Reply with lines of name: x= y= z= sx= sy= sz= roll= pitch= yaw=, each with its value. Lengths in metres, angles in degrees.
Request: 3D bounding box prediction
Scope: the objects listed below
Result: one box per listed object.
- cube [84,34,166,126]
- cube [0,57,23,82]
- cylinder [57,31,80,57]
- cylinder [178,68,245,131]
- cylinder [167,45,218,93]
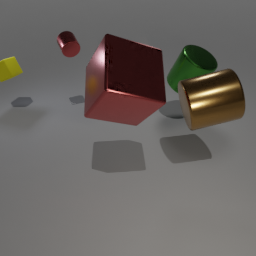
cube: x=-0.115 y=-1.013 z=6.413 sx=1.400 sy=1.400 sz=1.400 roll=9 pitch=66 yaw=-24
cube: x=-4.838 y=-2.356 z=11.253 sx=0.700 sy=0.700 sz=0.700 roll=-18 pitch=17 yaw=24
cylinder: x=-2.206 y=-3.107 z=10.389 sx=0.700 sy=0.700 sz=0.700 roll=-15 pitch=55 yaw=-22
cylinder: x=2.208 y=-0.761 z=7.592 sx=1.400 sy=1.400 sz=1.400 roll=-14 pitch=32 yaw=3
cylinder: x=2.365 y=-2.116 z=10.453 sx=1.400 sy=1.400 sz=1.400 roll=13 pitch=48 yaw=-15
